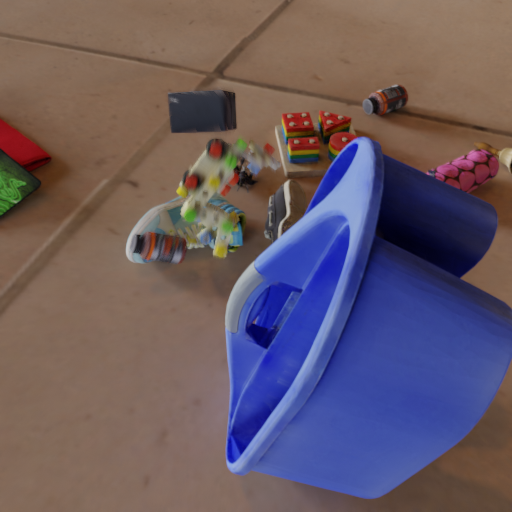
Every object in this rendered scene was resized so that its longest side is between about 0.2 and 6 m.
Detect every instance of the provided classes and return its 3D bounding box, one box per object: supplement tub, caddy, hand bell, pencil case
[{"bbox_3d":[3.295,-3.970,14.361,1.126,0.602,0.602,-23,50,-22],"label":"supplement tub"},{"bbox_3d":[0.878,0.872,6.989,2.515,4.792,3.387,20,46,-5],"label":"caddy"},{"bbox_3d":[-1.733,-0.152,9.914,0.927,0.496,0.496,9,40,-28],"label":"supplement tub"},{"bbox_3d":[5.575,-2.395,12.978,0.660,0.660,1.267,-24,37,-22],"label":"hand bell"},{"bbox_3d":[4.337,-1.733,12.068,1.779,0.807,0.833,-23,48,-24],"label":"pencil case"}]

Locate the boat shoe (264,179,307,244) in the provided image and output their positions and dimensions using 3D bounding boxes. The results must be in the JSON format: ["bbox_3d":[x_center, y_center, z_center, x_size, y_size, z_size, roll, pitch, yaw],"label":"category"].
[{"bbox_3d":[0.552,-0.526,11.116,0.709,0.822,2.261,-28,40,35],"label":"boat shoe"}]

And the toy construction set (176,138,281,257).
[{"bbox_3d":[-0.499,-1.177,9.560,1.408,0.989,2.147,37,86,-15],"label":"toy construction set"}]

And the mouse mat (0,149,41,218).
[{"bbox_3d":[-5.825,-1.517,12.039,2.102,0.079,1.692,35,67,25],"label":"mouse mat"}]

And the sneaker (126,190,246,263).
[{"bbox_3d":[-1.166,-0.409,10.640,1.561,0.951,2.391,31,54,29],"label":"sneaker"}]

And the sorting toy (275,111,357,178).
[{"bbox_3d":[1.508,-2.712,13.077,1.894,0.663,1.906,-4,45,-4],"label":"sorting toy"}]

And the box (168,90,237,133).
[{"bbox_3d":[-0.867,-2.407,9.359,0.911,0.642,1.232,0,15,9],"label":"box"}]

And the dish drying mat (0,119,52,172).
[{"bbox_3d":[-6.553,-2.848,13.439,3.709,0.338,1.425,34,53,29],"label":"dish drying mat"}]

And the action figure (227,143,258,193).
[{"bbox_3d":[-0.405,-2.043,12.405,0.852,0.731,1.433,-2,43,-17],"label":"action figure"}]
